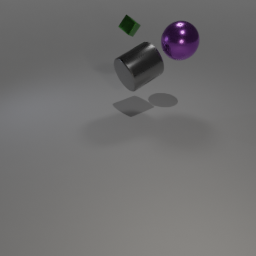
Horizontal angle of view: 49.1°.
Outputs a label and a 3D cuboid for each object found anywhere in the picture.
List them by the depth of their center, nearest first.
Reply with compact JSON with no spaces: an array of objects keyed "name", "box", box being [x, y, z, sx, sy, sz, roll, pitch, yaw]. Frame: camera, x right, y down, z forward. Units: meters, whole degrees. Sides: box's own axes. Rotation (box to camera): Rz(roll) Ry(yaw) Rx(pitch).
[{"name":"ball","box":[1.910,-3.196,10.284,1.400,1.400,1.400,0,31,0]},{"name":"cylinder","box":[0.408,-2.325,10.644,1.400,1.400,1.400,-34,41,-15]},{"name":"cube","box":[0.081,-5.061,13.897,0.700,0.700,0.700,41,20,9]}]
